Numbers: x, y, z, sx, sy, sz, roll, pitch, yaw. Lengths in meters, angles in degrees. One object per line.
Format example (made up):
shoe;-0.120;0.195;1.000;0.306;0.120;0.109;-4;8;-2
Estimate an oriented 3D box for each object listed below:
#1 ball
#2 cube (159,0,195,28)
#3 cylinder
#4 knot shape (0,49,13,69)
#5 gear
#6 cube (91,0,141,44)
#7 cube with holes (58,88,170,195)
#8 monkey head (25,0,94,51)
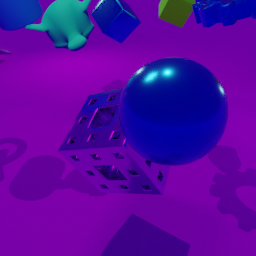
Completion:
ball;0.499;-0.181;3.193;1.221;1.221;1.221;0;31;0
cube;1.826;-4.627;10.565;1.004;1.004;1.004;17;51;-14
cylinder;-2.668;-2.976;6.360;1.090;1.090;1.090;-8;47;9
knot shape;-3.691;-1.667;6.998;0.819;1.659;1.773;25;52;4
gear;2.379;-2.680;5.653;2.067;0.382;2.067;-19;30;12
cube;-0.471;-4.333;11.058;1.200;1.200;1.200;10;45;-54
cube with holes;-0.079;0.220;4.566;1.226;1.226;1.226;-7;46;34
monkey head;-1.324;-2.269;6.188;1.704;1.027;1.226;-28;34;0
